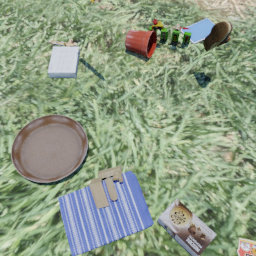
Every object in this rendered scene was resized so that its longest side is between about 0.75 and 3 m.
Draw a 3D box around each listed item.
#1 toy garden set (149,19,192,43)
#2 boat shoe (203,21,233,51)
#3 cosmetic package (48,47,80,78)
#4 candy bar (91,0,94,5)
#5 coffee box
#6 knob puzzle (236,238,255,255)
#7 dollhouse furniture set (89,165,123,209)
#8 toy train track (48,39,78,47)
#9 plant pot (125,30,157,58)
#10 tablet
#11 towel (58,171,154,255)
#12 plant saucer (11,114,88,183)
[{"bbox_3d":[1.985,-4.474,13.277,2.019,1.683,0.403,11,86,7],"label":"toy garden set"},{"bbox_3d":[3.464,-3.427,10.423,0.671,1.863,0.672,-13,83,-9],"label":"boat shoe"},{"bbox_3d":[-2.958,-3.076,13.050,1.247,0.427,1.654,2,59,-1],"label":"cosmetic package"},{"bbox_3d":[-1.690,-4.785,9.077,0.218,0.491,1.970,-38,77,-27],"label":"candy bar"},{"bbox_3d":[1.878,3.255,9.097,0.934,0.659,1.652,-39,66,-21],"label":"coffee box"},{"bbox_3d":[3.924,4.032,8.942,0.964,0.134,0.964,0,59,0],"label":"knob puzzle"},{"bbox_3d":[-0.652,2.047,9.857,1.072,1.127,0.918,-16,100,4],"label":"dollhouse furniture set"},{"bbox_3d":[-3.232,-4.232,13.865,1.449,0.236,0.831,8,59,5],"label":"toy train track"},{"bbox_3d":[0.580,-4.067,13.272,1.221,1.256,1.256,18,60,20],"label":"plant pot"},{"bbox_3d":[3.743,-4.986,14.382,1.818,0.124,1.183,-27,63,-15],"label":"tablet"},{"bbox_3d":[-0.779,2.844,9.609,2.872,0.343,2.079,-18,62,-9],"label":"towel"},{"bbox_3d":[-2.949,0.786,10.714,2.865,0.459,2.865,0,58,0],"label":"plant saucer"}]
